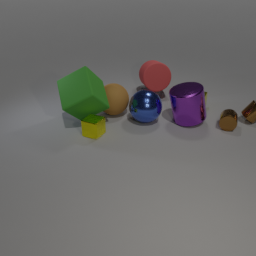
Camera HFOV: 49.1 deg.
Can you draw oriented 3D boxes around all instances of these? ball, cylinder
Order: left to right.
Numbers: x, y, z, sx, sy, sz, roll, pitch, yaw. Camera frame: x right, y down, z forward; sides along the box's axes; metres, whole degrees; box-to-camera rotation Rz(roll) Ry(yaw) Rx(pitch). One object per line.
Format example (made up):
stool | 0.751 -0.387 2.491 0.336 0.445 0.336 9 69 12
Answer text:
ball | -0.650 -1.274 12.419 1.400 1.400 1.400 0 29 0
ball | 0.737 -0.915 11.784 1.400 1.400 1.400 0 29 0
cylinder | 1.337 -2.647 14.109 1.400 1.400 1.400 -3 19 -6
cylinder | 2.501 -1.006 11.682 1.400 1.400 1.400 -11 31 7
cylinder | 4.113 -0.327 11.461 0.700 0.700 0.700 10 31 18
cylinder | 5.293 -0.693 11.809 0.700 0.700 0.700 27 32 -19

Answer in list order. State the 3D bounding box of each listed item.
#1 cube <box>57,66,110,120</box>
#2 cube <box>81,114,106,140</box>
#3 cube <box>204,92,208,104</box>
cube | -1.781 -1.340 11.232 1.400 1.400 1.400 -24 65 16
cube | -1.344 -0.057 10.982 0.700 0.700 0.700 13 32 22
cube | 3.273 -1.288 13.109 0.700 0.700 0.700 11 32 23
